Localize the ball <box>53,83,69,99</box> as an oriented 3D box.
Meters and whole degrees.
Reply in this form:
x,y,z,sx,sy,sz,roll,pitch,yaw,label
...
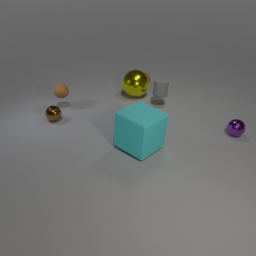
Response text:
x,y,z,sx,sy,sz,roll,pitch,yaw,label
-3.090,-1.717,12.966,0.700,0.700,0.700,0,31,0,ball

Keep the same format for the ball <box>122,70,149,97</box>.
x,y,z,sx,sy,sz,roll,pitch,yaw,label
0.391,-2.281,14.355,1.400,1.400,1.400,0,31,0,ball

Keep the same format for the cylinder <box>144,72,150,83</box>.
x,y,z,sx,sy,sz,roll,pitch,yaw,label
0.773,-2.707,15.685,0.700,0.700,0.700,-22,37,-30,cylinder

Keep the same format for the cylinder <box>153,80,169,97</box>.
x,y,z,sx,sy,sz,roll,pitch,yaw,label
1.576,-1.887,13.451,0.700,0.700,0.700,5,16,-2,cylinder

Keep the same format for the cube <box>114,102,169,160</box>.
x,y,z,sx,sy,sz,roll,pitch,yaw,label
0.465,0.067,10.239,1.400,1.400,1.400,27,37,33,cube

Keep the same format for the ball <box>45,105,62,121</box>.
x,y,z,sx,sy,sz,roll,pitch,yaw,label
-3.263,-0.641,12.277,0.700,0.700,0.700,0,31,0,ball

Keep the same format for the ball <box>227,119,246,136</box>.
x,y,z,sx,sy,sz,roll,pitch,yaw,label
4.337,-0.009,11.228,0.700,0.700,0.700,0,31,0,ball
